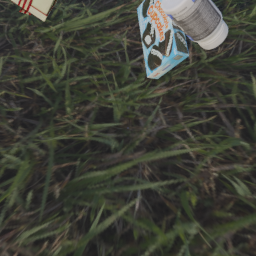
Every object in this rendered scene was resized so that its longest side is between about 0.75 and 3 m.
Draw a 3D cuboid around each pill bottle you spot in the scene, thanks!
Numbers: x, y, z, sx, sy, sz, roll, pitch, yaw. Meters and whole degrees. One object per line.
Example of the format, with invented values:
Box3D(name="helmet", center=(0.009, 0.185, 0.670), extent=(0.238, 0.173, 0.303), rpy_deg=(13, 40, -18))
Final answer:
Box3D(name="pill bottle", center=(1.461, -2.358, 5.930), extent=(0.827, 1.454, 0.827), rpy_deg=(-28, 47, 35))

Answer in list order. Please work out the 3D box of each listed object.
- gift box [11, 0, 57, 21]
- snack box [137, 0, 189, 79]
Box3D(name="gift box", center=(-2.476, -3.969, 7.453), extent=(1.513, 1.413, 1.396), rpy_deg=(33, 53, -17))
Box3D(name="snack box", center=(0.895, -2.695, 7.708), extent=(0.429, 1.342, 2.310), rpy_deg=(3, 71, -31))
